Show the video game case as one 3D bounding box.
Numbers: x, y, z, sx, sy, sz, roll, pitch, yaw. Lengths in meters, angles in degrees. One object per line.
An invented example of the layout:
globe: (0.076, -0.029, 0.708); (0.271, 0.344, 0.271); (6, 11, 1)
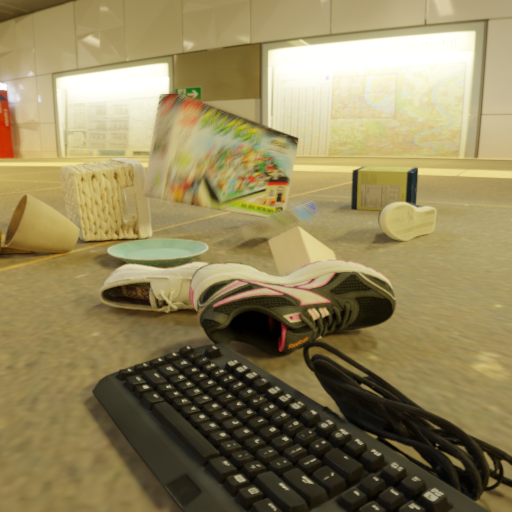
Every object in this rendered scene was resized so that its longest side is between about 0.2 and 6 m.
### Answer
video game case: (0.492, -0.743, 11.544); (1.214, 0.304, 1.340); (-17, 4, 23)

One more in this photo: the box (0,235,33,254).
box: (-5.186, -0.235, 11.221); (1.611, 0.171, 1.317); (-1, 13, -8)

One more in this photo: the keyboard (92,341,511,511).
keyboard: (0.286, 1.152, 3.960); (1.948, 0.742, 3.743); (-9, 17, -33)

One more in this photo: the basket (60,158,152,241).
basket: (-3.449, -1.285, 12.646); (1.514, 1.663, 2.454); (-10, 16, -23)

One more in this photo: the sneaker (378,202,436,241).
sneaker: (3.099, -0.793, 12.352); (0.937, 0.831, 2.218); (13, 9, 40)

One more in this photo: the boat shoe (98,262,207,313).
boat shoe: (-1.183, 0.456, 7.257); (1.876, 0.675, 0.643); (7, 29, 19)

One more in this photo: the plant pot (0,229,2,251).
plant pot: (-5.075, -0.327, 10.170); (0.778, 0.755, 0.760); (-2, 25, -36)

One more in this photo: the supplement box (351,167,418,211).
supplement box: (3.888, -2.043, 16.877); (1.747, 1.174, 1.749); (5, 14, 20)

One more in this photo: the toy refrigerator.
toy refrigerator: (0.657, 0.102, 7.216); (0.471, 0.512, 1.348); (-25, -21, 18)

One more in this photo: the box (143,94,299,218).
box: (-0.652, -2.077, 12.651); (0.674, 2.136, 3.881); (14, 6, 42)

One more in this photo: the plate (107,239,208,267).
plate: (-1.790, -0.046, 10.278); (1.824, 0.233, 1.824); (0, 12, 0)

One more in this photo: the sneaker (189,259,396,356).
sneaker: (0.440, 0.691, 6.155); (2.308, 0.927, 0.997); (-2, 34, -8)

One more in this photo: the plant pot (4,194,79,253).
plant pot: (-3.974, -0.480, 10.553); (1.117, 1.047, 1.047); (23, -1, -32)
